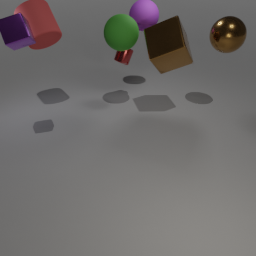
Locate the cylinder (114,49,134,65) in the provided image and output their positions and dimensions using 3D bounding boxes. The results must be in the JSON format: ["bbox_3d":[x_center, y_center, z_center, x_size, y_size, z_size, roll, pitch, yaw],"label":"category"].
[{"bbox_3d":[-0.192,-3.281,12.587,0.700,0.700,0.700,21,16,-6],"label":"cylinder"}]

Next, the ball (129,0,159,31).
[{"bbox_3d":[0.752,-5.276,13.125,1.400,1.400,1.400,0,29,0],"label":"ball"}]

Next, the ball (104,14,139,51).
[{"bbox_3d":[-0.265,-3.774,11.110,1.400,1.400,1.400,0,29,0],"label":"ball"}]

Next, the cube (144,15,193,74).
[{"bbox_3d":[1.588,-3.181,10.908,1.400,1.400,1.400,-16,-19,21],"label":"cube"}]

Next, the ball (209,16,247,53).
[{"bbox_3d":[3.961,-3.697,11.129,1.400,1.400,1.400,0,29,0],"label":"ball"}]

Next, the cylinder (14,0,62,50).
[{"bbox_3d":[-3.530,-4.055,11.042,1.400,1.400,1.400,-25,-1,0],"label":"cylinder"}]

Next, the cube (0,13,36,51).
[{"bbox_3d":[-3.114,-2.683,7.853,0.700,0.700,0.700,-20,4,-2],"label":"cube"}]
